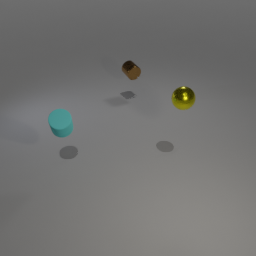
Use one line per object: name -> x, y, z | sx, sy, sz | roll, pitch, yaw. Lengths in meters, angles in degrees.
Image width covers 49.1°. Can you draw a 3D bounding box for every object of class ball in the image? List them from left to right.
ball -> 1.623, -0.870, 8.200 | 0.700, 0.700, 0.700 | 0, 31, 0

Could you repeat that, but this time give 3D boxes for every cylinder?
cylinder -> -2.085, -0.143, 8.734 | 0.700, 0.700, 0.700 | 2, 67, -5
cylinder -> 0.155, -2.745, 13.313 | 0.700, 0.700, 0.700 | -16, 45, -24
